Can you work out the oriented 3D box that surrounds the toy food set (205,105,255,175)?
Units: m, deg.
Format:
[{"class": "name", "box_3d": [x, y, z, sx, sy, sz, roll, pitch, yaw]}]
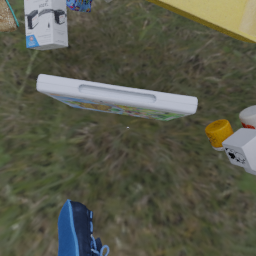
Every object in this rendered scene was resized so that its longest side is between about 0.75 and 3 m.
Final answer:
[{"class": "toy food set", "box_3d": [2.569, 0.461, 4.488, 1.340, 2.808, 1.263, -34, 106, -15]}]

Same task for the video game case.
[{"class": "video game case", "box_3d": [-0.163, -0.444, 5.042, 2.238, 2.458, 0.271, 9, 89, -1]}]

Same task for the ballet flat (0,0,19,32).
[{"class": "ballet flat", "box_3d": [-2.128, -2.095, 4.240, 0.448, 1.372, 0.484, -28, 38, -18]}]

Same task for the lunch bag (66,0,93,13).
[{"class": "lunch bag", "box_3d": [-1.660, -3.642, 7.623, 1.188, 0.559, 0.894, 28, 26, 12]}]

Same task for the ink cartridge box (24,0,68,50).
[{"class": "ink cartridge box", "box_3d": [-2.076, -2.720, 7.082, 0.972, 0.561, 1.340, 3, 97, 32]}]

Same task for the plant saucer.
[{"class": "plant saucer", "box_3d": [1.401, -2.873, 4.982, 2.586, 0.627, 2.586, 22, 74, -2]}]

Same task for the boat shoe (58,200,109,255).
[{"class": "boat shoe", "box_3d": [-0.476, 1.329, 3.145, 0.488, 0.598, 1.421, 23, 25, -23]}]

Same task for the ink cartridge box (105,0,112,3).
[{"class": "ink cartridge box", "box_3d": [-0.344, -3.600, 5.735, 1.453, 2.007, 0.843, -33, 91, 15]}]
